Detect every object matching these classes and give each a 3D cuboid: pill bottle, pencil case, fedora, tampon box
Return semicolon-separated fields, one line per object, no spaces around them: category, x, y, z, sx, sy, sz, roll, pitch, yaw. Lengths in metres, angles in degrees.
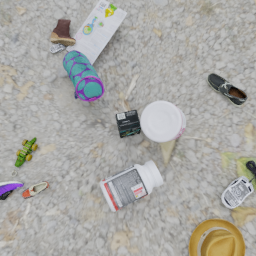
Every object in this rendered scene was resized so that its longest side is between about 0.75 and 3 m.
pill bottle;0.134;1.981;9.834;2.015;1.167;1.167;-25;76;-6
pencil case;-1.685;-1.912;10.238;1.044;1.134;2.454;-11;39;-17
fedora;3.089;4.088;9.435;2.055;0.838;2.055;0;74;0
tampon box;0.013;-0.132;10.449;0.814;1.086;0.686;-13;75;-3
pill bottle;1.314;-0.195;9.704;1.315;2.320;1.315;0;90;17

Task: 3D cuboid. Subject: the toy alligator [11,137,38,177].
toy alligator;-3.924;1.054;10.481;0.557;0.404;1.680;22;76;7

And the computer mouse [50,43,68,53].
computer mouse;-2.864;-3.412;11.820;0.908;0.199;0.498;-27;81;-13

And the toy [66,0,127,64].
toy;-1.229;-3.893;11.610;1.481;0.607;2.572;37;98;21

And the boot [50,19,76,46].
boot;-2.592;-4.041;11.672;1.342;0.485;1.116;14;78;25

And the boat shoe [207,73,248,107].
boat shoe;3.938;-1.619;11.120;1.799;0.608;0.646;43;80;12

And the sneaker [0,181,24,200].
sneaker;-4.403;2.275;10.165;1.308;0.455;0.650;-8;82;1

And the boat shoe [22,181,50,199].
boat shoe;-3.389;2.252;10.196;1.063;0.333;0.378;-24;78;-5

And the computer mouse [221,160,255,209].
computer mouse;4.122;2.144;10.197;1.995;0.438;1.094;-33;82;-14
